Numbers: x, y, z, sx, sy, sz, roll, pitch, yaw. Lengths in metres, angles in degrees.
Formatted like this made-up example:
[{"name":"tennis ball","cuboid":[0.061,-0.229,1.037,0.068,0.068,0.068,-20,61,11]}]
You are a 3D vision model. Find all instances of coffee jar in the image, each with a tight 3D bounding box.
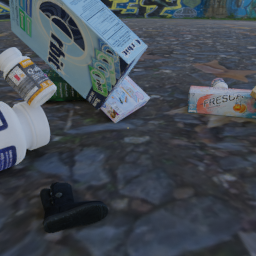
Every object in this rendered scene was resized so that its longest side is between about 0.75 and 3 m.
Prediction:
[{"name":"coffee jar","cuboid":[-2.155,-1.686,10.900,2.656,1.133,1.385,-2,26,-5]}]

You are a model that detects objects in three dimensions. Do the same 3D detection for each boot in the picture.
[{"name":"boot","cuboid":[-1.065,1.393,5.366,1.206,0.461,1.014,-13,32,-12]}]

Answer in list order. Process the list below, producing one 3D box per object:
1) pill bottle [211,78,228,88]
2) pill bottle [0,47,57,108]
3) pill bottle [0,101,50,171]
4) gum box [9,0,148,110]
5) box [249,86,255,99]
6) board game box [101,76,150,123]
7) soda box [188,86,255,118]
[{"name":"pill bottle","cuboid":[3.778,-1.653,11.503,0.564,0.564,0.943,2,26,4]},{"name":"pill bottle","cuboid":[-2.286,-1.125,6.277,0.739,1.270,0.739,-42,6,5]},{"name":"pill bottle","cuboid":[-3.273,0.267,6.378,2.681,1.604,1.604,-22,33,-38]},{"name":"gum box","cuboid":[-0.904,-1.413,4.340,2.112,1.795,0.471,43,65,-3]},{"name":"box","cuboid":[5.354,-0.761,8.985,2.595,0.276,2.121,36,37,18]},{"name":"board game box","cuboid":[-0.490,-1.324,9.820,2.023,0.416,2.018,46,40,9]},{"name":"soda box","cuboid":[3.343,-0.924,9.768,2.441,0.776,0.835,6,26,12]}]
